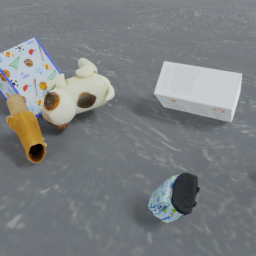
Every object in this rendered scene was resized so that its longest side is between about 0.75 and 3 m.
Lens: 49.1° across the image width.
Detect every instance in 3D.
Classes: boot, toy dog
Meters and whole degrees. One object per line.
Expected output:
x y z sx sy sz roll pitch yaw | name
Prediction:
-2.632 0.230 7.369 0.769 2.187 1.565 -21 75 -19 | boot
-1.626 -0.826 8.465 2.116 1.476 2.052 -36 54 -29 | toy dog

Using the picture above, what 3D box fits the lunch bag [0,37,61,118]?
-3.199 -1.509 9.159 1.821 2.142 1.326 -45 14 -34 | lunch bag

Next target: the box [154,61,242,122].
2.208 -1.122 8.767 2.325 1.133 1.446 16 -7 22 | box

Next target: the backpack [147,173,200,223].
0.828 1.373 5.340 0.776 1.009 0.823 20 51 5 | backpack
